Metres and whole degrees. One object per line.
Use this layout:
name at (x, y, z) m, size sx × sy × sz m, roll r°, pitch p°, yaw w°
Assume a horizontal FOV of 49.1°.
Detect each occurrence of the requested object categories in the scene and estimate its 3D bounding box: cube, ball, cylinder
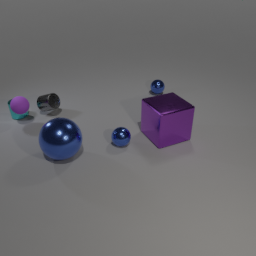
cube at (1.408, -0.318, 10.290) m, size 1.400 × 1.400 × 1.400 m, roll -14°, pitch 34°, yaw -22°
ball at (-4.186, -0.879, 10.848) m, size 0.700 × 0.700 × 0.700 m, roll 0°, pitch 31°, yaw 0°
ball at (1.445, -2.020, 13.695) m, size 0.700 × 0.700 × 0.700 m, roll 0°, pitch 31°, yaw 0°
cylinder at (-3.344, -1.079, 11.799) m, size 0.700 × 0.700 × 0.700 m, roll -6°, pitch 25°, yaw 32°
cylinder at (-4.612, -0.824, 11.763) m, size 0.700 × 0.700 × 0.700 m, roll -3°, pitch 31°, yaw 2°
ball at (-0.245, 0.307, 9.956) m, size 0.700 × 0.700 × 0.700 m, roll 0°, pitch 31°, yaw 0°
ball at (-2.201, 0.352, 9.180) m, size 1.400 × 1.400 × 1.400 m, roll 0°, pitch 31°, yaw 0°
